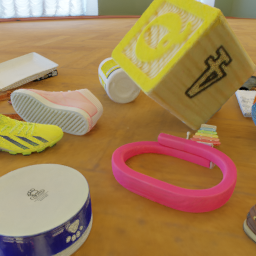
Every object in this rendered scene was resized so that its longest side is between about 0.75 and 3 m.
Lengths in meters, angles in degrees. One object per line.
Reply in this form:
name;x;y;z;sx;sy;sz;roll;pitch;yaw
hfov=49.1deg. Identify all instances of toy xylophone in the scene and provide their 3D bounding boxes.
toy xylophone;2.138;0.284;8.071;0.929;0.319;1.269;5;27;11

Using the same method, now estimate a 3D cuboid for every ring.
ring;-4.204;-0.938;10.564;2.826;0.271;2.826;1;27;0

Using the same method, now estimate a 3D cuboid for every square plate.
square plate;-5.172;-2.677;13.285;2.948;0.419;2.920;-31;42;-27

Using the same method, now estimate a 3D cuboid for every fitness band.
fitness band;1.010;0.947;6.606;2.921;0.547;2.098;15;33;29

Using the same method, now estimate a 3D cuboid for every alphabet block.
alphabet block;1.634;-2.009;8.482;2.733;2.683;2.669;30;15;-42

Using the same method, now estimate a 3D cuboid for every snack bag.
snack bag;5.501;-0.882;10.422;2.668;0.286;2.516;6;27;11

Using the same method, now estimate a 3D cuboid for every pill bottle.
pill bottle;-0.442;-2.057;11.510;1.391;1.391;2.434;-7;28;-14

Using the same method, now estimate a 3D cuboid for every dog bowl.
dog bowl;-1.651;1.504;5.154;1.956;0.770;1.956;0;26;0

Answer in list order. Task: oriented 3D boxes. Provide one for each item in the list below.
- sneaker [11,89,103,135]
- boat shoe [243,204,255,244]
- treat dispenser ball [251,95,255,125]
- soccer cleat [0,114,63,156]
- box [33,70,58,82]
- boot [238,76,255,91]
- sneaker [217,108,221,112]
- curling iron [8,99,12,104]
sneaker;-2.213;-0.718;9.171;2.995;1.127;1.565;16;33;18
boat shoe;2.652;1.908;4.558;0.619;0.581;1.720;-14;30;-25
treat dispenser ball;4.564;-0.539;7.972;1.925;1.925;1.925;0;27;0
soccer cleat;-3.170;0.095;7.519;2.741;1.147;0.886;-3;27;-6
box;-4.420;-2.709;14.021;1.119;0.304;1.396;18;32;32
boot;4.897;-2.028;12.457;1.088;0.564;1.666;-27;30;-24
sneaker;2.499;-1.021;10.258;1.513;0.575;1.093;3;36;-16
curling iron;-4.000;-0.889;10.552;1.396;0.178;0.346;16;30;29
